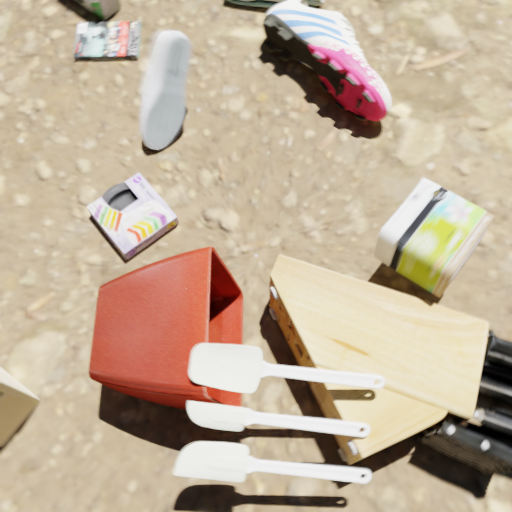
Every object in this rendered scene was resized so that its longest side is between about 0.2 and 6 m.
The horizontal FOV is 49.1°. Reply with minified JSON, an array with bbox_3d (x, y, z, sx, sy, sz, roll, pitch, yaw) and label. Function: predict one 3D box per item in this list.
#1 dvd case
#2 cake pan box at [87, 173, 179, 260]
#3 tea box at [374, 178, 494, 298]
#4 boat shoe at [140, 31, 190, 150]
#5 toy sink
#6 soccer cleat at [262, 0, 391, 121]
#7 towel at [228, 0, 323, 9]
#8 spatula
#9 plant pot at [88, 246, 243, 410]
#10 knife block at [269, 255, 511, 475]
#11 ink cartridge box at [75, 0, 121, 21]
[{"bbox_3d":[-2.872,-4.157,10.838,1.232,0.136,0.899,-2,66,-2],"label":"dvd case"},{"bbox_3d":[-2.041,-0.681,9.242,1.074,0.305,1.166,-35,71,-16],"label":"cake pan box"},{"bbox_3d":[2.373,-0.253,7.567,1.087,0.738,1.105,34,67,19],"label":"tea box"},{"bbox_3d":[-1.597,-2.855,9.682,0.728,1.978,0.661,7,22,-37],"label":"boat shoe"},{"bbox_3d":[-3.791,1.859,7.444,1.019,1.563,0.875,33,70,12],"label":"toy sink"},{"bbox_3d":[1.472,-3.726,10.119,1.332,1.078,3.086,-41,72,-13],"label":"soccer cleat"},{"bbox_3d":[0.455,-5.773,11.369,2.020,0.486,1.729,9,64,4],"label":"towel"},{"bbox_3d":[0.330,1.913,6.564,2.373,0.191,1.650,8,92,-8],"label":"spatula"},{"bbox_3d":[-1.200,1.131,7.704,1.679,1.904,1.906,-4,66,10],"label":"plant pot"},{"bbox_3d":[2.398,1.290,7.869,3.418,1.246,3.894,-23,68,-10],"label":"knife block"},{"bbox_3d":[-3.323,-5.358,10.938,1.245,0.912,0.517,38,72,16],"label":"ink cartridge box"}]
